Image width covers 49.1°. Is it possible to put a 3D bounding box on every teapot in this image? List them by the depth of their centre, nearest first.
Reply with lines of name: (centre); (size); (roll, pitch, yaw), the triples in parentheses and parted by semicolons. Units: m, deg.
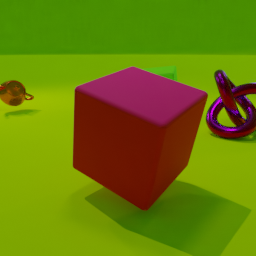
teapot: (-3.799, -1.208, 9.195); (1.436, 0.893, 0.703); (21, -35, -36)

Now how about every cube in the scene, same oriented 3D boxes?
cube: (0.138, 0.046, 3.835); (1.268, 1.268, 1.268); (25, 35, 26)
cube: (0.904, -1.187, 8.811); (1.243, 1.243, 1.243); (-3, 21, 14)

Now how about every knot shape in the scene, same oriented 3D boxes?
knot shape: (2.818, -0.552, 6.918); (1.729, 1.848, 0.854); (6, -19, -17)
